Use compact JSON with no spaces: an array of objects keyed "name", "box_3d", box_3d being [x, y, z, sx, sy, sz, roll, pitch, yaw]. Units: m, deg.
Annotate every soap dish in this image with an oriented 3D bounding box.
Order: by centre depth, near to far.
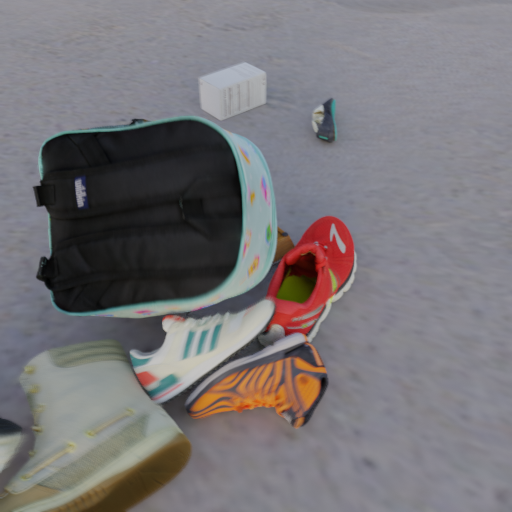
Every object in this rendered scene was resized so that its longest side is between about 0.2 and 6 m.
[{"name":"soap dish","box_3d":[-0.084,-0.186,9.560,1.241,0.504,0.976,-26,48,-28]}]

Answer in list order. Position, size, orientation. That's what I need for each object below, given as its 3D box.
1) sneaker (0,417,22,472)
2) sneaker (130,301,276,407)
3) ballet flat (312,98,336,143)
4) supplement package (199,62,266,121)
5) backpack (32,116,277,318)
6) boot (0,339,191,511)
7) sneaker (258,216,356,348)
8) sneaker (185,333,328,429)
[{"name":"sneaker","box_3d":[-3.535,2.160,5.961,2.905,1.127,1.254,-6,64,54]},{"name":"sneaker","box_3d":[-0.720,1.028,7.261,2.024,0.713,0.946,-36,84,-2]},{"name":"ballet flat","box_3d":[1.559,-3.149,12.849,0.587,0.587,1.606,3,44,4]},{"name":"supplement package","box_3d":[-0.558,-3.989,13.541,1.419,0.833,0.830,-29,49,-28]},{"name":"backpack","box_3d":[-1.198,-0.498,7.803,3.063,2.693,2.348,-8,-8,28]},{"name":"boot","box_3d":[-2.467,2.224,6.532,2.813,1.014,2.176,-24,46,-26]},{"name":"sneaker","box_3d":[0.898,0.195,8.594,1.104,1.217,2.867,16,45,15]},{"name":"sneaker","box_3d":[0.083,1.822,7.179,1.874,0.727,1.050,-27,63,-8]}]
